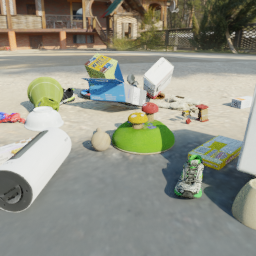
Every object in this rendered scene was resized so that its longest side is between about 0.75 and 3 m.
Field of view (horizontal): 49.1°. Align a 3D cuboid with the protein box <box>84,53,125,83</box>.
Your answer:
[{"bbox_3d":[-1.286,-3.016,15.582,1.629,1.617,1.099,29,65,34],"label":"protein box"}]

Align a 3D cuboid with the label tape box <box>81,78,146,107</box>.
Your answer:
[{"bbox_3d":[-0.662,-1.633,13.288,2.033,0.892,2.819,7,0,31],"label":"label tape box"}]

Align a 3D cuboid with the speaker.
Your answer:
[{"bbox_3d":[-2.409,0.941,7.302,1.118,1.118,2.752,3,20,7],"label":"speaker"}]

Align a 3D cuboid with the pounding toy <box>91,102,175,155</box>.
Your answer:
[{"bbox_3d":[0.213,-0.132,9.880,2.924,1.357,2.257,0,20,-2],"label":"pounding toy"}]

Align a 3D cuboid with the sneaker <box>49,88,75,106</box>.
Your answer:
[{"bbox_3d":[-3.685,-1.740,15.087,0.744,0.859,2.075,11,23,28],"label":"sneaker"}]

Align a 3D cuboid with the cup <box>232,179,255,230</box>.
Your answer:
[{"bbox_3d":[2.857,1.561,6.052,1.079,0.771,1.079,0,19,0],"label":"cup"}]

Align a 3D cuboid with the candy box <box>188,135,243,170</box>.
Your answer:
[{"bbox_3d":[2.949,0.730,9.080,1.072,0.277,2.097,21,28,39],"label":"candy box"}]

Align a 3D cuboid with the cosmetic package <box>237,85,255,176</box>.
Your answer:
[{"bbox_3d":[4.502,0.202,6.499,2.936,2.422,2.420,15,3,34],"label":"cosmetic package"}]

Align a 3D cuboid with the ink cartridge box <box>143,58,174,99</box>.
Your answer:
[{"bbox_3d":[1.533,-2.506,14.472,0.806,1.427,1.944,42,-9,12],"label":"ink cartridge box"}]

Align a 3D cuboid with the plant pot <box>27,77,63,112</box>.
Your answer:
[{"bbox_3d":[-3.862,-1.330,13.218,1.718,1.718,1.631,-6,33,-16],"label":"plant pot"}]

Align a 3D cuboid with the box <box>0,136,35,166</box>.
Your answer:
[{"bbox_3d":[-3.457,0.748,8.724,0.475,0.509,2.456,16,24,38],"label":"box"}]

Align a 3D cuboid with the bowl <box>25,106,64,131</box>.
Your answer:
[{"bbox_3d":[-3.539,-0.461,11.764,1.605,0.722,1.605,0,20,0],"label":"bowl"}]

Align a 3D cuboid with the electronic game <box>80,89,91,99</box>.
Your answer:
[{"bbox_3d":[-1.737,-2.101,16.686,2.209,0.460,2.209,0,19,0],"label":"electronic game"}]

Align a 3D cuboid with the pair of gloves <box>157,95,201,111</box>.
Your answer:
[{"bbox_3d":[2.712,-1.357,14.770,1.790,0.369,2.105,13,24,31],"label":"pair of gloves"}]

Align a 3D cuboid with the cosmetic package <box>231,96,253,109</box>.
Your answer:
[{"bbox_3d":[6.068,-1.342,14.590,1.275,0.454,0.647,-11,22,-30],"label":"cosmetic package"}]

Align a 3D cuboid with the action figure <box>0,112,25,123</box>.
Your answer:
[{"bbox_3d":[-5.403,-0.495,12.196,2.050,0.530,0.671,10,27,12],"label":"action figure"}]

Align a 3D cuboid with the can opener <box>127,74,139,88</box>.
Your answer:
[{"bbox_3d":[0.143,-2.352,16.498,0.741,0.935,2.814,-34,22,18],"label":"can opener"}]

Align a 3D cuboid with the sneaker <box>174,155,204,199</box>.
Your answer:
[{"bbox_3d":[1.572,1.204,7.116,0.662,0.723,1.696,6,21,15],"label":"sneaker"}]

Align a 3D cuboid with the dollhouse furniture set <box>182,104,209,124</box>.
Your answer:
[{"bbox_3d":[2.877,-0.561,12.169,1.268,0.682,0.516,-14,24,-19],"label":"dollhouse furniture set"}]

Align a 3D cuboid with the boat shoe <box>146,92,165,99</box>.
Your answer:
[{"bbox_3d":[1.559,-1.872,16.108,1.182,0.426,0.399,5,18,6],"label":"boat shoe"}]
